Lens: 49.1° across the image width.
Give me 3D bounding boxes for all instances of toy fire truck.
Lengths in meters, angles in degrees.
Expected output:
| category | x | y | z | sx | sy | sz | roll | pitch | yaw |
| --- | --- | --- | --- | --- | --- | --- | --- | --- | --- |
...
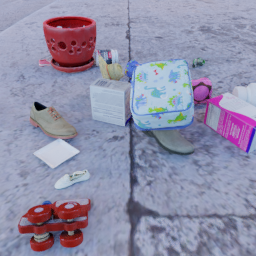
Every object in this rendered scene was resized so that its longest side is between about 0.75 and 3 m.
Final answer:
| category | x | y | z | sx | sy | sz | roll | pitch | yaw |
| --- | --- | --- | --- | --- | --- | --- | --- | --- | --- |
| toy fire truck | -1.936 | 2.424 | 7.641 | 1.825 | 1.023 | 1.533 | -4 | 11 | -6 |

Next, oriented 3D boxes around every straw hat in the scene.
| category | x | y | z | sx | sy | sz | roll | pitch | yaw |
| --- | --- | --- | --- | --- | --- | --- | --- | --- | --- |
| straw hat | -0.648 | -2.538 | 12.979 | 0.851 | 2.011 | 2.011 | -15 | 35 | 7 |

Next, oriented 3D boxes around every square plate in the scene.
| category | x | y | z | sx | sy | sz | roll | pitch | yaw |
| --- | --- | --- | --- | --- | --- | --- | --- | --- | --- |
| square plate | -2.609 | 0.939 | 10.258 | 1.223 | 0.174 | 1.211 | 27 | 43 | 33 |

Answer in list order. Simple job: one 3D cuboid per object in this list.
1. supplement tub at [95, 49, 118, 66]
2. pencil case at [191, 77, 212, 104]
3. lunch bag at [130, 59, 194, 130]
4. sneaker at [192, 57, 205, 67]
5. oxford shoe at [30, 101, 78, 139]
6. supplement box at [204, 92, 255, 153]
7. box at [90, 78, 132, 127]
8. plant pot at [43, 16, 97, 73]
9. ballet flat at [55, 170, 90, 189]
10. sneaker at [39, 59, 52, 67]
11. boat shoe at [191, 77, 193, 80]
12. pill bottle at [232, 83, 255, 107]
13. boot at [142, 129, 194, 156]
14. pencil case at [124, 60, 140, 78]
| category | x | y | z | sx | sy | sz | roll | pitch | yaw |
| --- | --- | --- | --- | --- | --- | --- | --- | --- | --- |
| supplement tub | -1.306 | -4.260 | 16.933 | 1.331 | 0.934 | 0.934 | -7 | 36 | -9 |
| pencil case | 2.420 | -1.794 | 13.019 | 2.939 | 1.377 | 1.334 | -2 | 34 | -7 |
| lunch bag | 1.143 | -1.185 | 9.709 | 2.153 | 1.104 | 2.678 | -6 | 51 | 11 |
| sneaker | 4.269 | -3.949 | 16.897 | 0.513 | 0.470 | 1.205 | 25 | 42 | 30 |
| oxford shoe | -3.072 | -0.326 | 11.265 | 2.586 | 0.967 | 0.911 | 22 | 30 | 26 |
| supplement box | 4.320 | -0.283 | 11.062 | 1.218 | 1.244 | 2.408 | -20 | 41 | -24 |
| box | -0.678 | -1.091 | 11.805 | 1.548 | 1.683 | 0.883 | 13 | 37 | 17 |
| plant pot | -3.233 | -4.834 | 16.229 | 2.934 | 2.671 | 2.934 | 0 | 36 | 0 |
| ballet flat | -1.824 | 1.620 | 9.117 | 1.181 | 0.410 | 0.410 | -15 | 38 | -19 |
| sneaker | -4.918 | -4.000 | 17.004 | 0.984 | 0.427 | 0.363 | -10 | 37 | -14 |
| boat shoe | 3.119 | -2.662 | 15.216 | 0.840 | 0.314 | 0.260 | -7 | 37 | -13 |
| pill bottle | 5.964 | -1.284 | 12.351 | 2.464 | 1.364 | 1.364 | 3 | 35 | 4 |
| boot | 1.499 | -0.181 | 10.445 | 0.863 | 1.665 | 2.549 | -16 | 37 | -39 |
| pencil case | 0.966 | -2.877 | 14.855 | 2.555 | 1.109 | 0.997 | 27 | 75 | 34 |
